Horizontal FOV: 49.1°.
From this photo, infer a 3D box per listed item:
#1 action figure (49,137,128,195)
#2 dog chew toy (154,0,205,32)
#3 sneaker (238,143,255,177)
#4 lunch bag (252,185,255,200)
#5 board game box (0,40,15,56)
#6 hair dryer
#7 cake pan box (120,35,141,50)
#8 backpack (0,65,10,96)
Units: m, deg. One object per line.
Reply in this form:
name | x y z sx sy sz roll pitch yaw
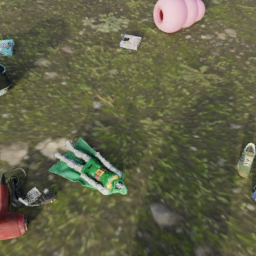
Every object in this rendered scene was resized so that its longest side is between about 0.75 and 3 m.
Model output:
action figure | -1.040 1.265 8.456 2.528 0.691 1.493 27 65 23
dog chew toy | 2.594 -5.613 13.588 2.679 1.668 1.668 -19 53 -24
sneaker | 3.763 0.955 8.845 0.378 0.506 1.126 19 53 15
lunch bag | 4.052 1.790 8.038 1.032 0.701 0.683 -33 57 -22
board game box | -5.834 -3.614 12.727 1.164 0.273 0.879 -6 51 -5
hair dryer | -3.394 2.264 7.777 1.817 0.648 2.385 26 41 23
cake pan box | 0.119 -4.023 13.104 0.854 0.223 0.787 15 50 12
backpack | -5.608 -1.881 10.538 1.894 1.452 1.665 38 58 17
